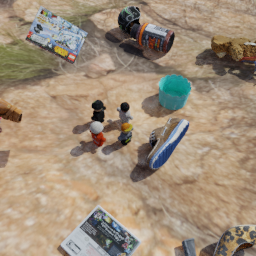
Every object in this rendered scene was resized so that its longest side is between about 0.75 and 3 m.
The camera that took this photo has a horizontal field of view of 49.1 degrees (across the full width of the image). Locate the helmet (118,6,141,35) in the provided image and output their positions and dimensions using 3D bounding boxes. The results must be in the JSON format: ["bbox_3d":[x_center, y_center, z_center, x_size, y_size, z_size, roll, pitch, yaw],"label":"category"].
[{"bbox_3d":[0.136,-5.896,15.262,1.445,1.445,1.377,-18,59,-14],"label":"helmet"}]

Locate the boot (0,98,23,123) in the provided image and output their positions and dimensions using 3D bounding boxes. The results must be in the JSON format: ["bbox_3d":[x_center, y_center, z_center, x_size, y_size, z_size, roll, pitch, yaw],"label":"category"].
[{"bbox_3d":[-3.515,-0.390,7.925,1.011,1.306,0.481,24,66,-15],"label":"boot"}]

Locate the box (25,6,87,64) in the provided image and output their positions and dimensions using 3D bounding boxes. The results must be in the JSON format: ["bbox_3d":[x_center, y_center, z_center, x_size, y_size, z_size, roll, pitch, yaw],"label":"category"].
[{"bbox_3d":[-2.077,-2.684,8.212,1.500,0.299,1.027,25,85,-24],"label":"box"}]

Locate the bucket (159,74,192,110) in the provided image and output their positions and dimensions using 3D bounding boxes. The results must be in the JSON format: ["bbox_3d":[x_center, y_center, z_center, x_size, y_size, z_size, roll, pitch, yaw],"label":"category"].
[{"bbox_3d":[1.972,-1.521,12.024,1.424,0.926,1.424,0,52,0],"label":"bucket"}]

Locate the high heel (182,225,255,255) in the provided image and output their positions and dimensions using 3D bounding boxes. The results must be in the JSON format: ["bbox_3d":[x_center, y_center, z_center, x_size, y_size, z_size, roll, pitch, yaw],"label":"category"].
[{"bbox_3d":[2.981,3.794,7.646,2.715,0.969,1.935,-17,45,7],"label":"high heel"}]

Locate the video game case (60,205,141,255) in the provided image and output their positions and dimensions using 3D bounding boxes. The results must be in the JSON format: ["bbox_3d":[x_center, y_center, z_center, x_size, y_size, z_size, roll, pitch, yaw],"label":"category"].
[{"bbox_3d":[-0.810,3.499,8.460,1.833,0.214,1.666,33,59,25],"label":"video game case"}]

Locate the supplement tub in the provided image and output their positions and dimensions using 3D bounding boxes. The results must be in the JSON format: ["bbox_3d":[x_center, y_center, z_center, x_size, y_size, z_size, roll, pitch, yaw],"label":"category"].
[{"bbox_3d":[1.239,-4.709,14.453,2.153,1.151,1.151,23,55,18],"label":"supplement tub"}]

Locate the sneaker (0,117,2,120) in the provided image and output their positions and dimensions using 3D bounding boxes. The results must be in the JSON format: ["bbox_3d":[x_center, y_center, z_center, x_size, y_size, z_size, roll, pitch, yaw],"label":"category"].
[{"bbox_3d":[-5.371,0.142,10.834,1.176,0.999,2.710,24,60,5],"label":"sneaker"}]

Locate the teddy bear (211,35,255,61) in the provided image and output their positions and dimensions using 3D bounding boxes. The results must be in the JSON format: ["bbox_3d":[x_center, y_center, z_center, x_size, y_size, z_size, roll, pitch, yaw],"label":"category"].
[{"bbox_3d":[5.545,-3.852,13.844,2.923,0.976,2.119,-1,43,-3],"label":"teddy bear"}]

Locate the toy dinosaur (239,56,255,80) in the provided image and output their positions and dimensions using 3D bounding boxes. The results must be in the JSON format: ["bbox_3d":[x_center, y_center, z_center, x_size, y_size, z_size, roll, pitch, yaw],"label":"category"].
[{"bbox_3d":[6.201,-3.221,13.078,1.743,1.921,1.009,26,33,6],"label":"toy dinosaur"}]

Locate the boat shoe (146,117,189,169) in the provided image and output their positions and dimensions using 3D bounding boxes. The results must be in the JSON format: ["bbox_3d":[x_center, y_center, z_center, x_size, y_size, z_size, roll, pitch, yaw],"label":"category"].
[{"bbox_3d":[1.309,0.502,10.489,0.953,0.951,2.632,25,46,25],"label":"boat shoe"}]

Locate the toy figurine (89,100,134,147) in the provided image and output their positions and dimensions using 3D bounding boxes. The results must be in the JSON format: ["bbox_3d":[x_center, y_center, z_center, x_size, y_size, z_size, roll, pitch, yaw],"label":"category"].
[{"bbox_3d":[-0.629,-0.227,10.803,1.705,1.205,1.732,0,51,0],"label":"toy figurine"}]
